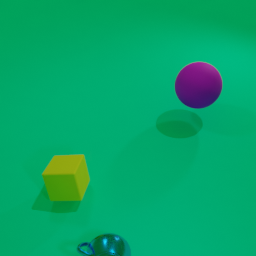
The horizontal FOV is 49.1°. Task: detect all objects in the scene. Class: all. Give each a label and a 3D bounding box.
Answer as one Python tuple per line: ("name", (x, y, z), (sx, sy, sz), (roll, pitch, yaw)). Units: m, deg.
("teapot", (-0.316, 2.424, 5.127), (1.363, 0.848, 0.668), (28, 11, -9))
("ball", (2.094, -1.266, 8.362), (1.385, 1.385, 1.385), (0, 40, 0))
("cube", (-1.411, 1.151, 6.517), (0.770, 0.770, 0.770), (-3, 27, 10))
